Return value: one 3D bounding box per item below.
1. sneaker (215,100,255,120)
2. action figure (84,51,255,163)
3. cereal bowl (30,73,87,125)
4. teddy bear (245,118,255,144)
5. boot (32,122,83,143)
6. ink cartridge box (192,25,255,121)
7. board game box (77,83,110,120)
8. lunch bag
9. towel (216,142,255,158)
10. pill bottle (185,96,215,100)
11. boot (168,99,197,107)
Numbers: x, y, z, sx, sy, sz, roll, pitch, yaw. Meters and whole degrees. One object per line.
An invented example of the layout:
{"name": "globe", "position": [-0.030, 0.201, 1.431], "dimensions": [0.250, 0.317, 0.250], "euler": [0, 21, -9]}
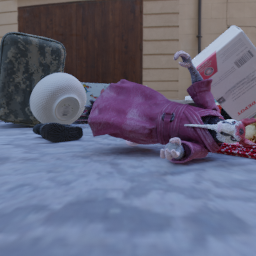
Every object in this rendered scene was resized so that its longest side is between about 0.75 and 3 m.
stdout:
{"name": "sneaker", "position": [3.046, -0.490, 9.013], "dimensions": [1.183, 0.891, 2.531], "euler": [1, -1, -44]}
{"name": "action figure", "position": [0.591, 0.022, 3.988], "dimensions": [2.353, 1.576, 1.752], "euler": [15, -29, 30]}
{"name": "cereal bowl", "position": [-1.926, -0.715, 8.236], "dimensions": [1.705, 1.705, 0.710], "euler": [-5, 32, -42]}
{"name": "teddy bear", "position": [2.394, 0.047, 4.421], "dimensions": [1.142, 0.526, 1.575], "euler": [-12, 4, 37]}
{"name": "boot", "position": [-1.634, 0.037, 5.770], "dimensions": [1.150, 0.377, 0.948], "euler": [11, 0, 44]}
{"name": "ink cartridge box", "position": [2.140, -1.011, 5.526], "dimensions": [1.141, 1.566, 0.664], "euler": [-40, 19, 23]}
{"name": "board game box", "position": [-0.925, -0.995, 11.300], "dimensions": [2.944, 0.946, 2.172], "euler": [0, -13, -20]}
{"name": "lunch bag", "position": [-3.390, -1.500, 9.423], "dimensions": [2.035, 2.920, 2.449], "euler": [5, 5, -23]}
{"name": "towel", "position": [1.963, 0.268, 4.381], "dimensions": [1.265, 0.197, 1.749], "euler": [-3, 6, -38]}
{"name": "pill bottle", "position": [3.246, -0.778, 10.630], "dimensions": [2.101, 1.179, 1.179], "euler": [0, 5, 16]}
{"name": "boot", "position": [1.085, -0.338, 7.965], "dimensions": [2.815, 0.989, 2.058], "euler": [1, -2, 18]}
